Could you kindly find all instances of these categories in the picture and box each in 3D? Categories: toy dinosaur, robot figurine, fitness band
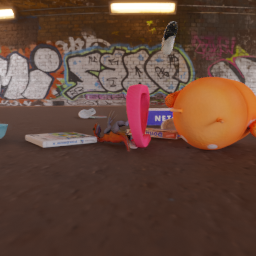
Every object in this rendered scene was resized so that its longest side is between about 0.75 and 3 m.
[{"bbox_3d":[-0.402,0.091,6.621,1.402,0.811,1.545,-26,13,31],"label":"toy dinosaur"},{"bbox_3d":[2.007,-0.358,6.403,1.589,1.960,2.725,-38,-16,31],"label":"robot figurine"},{"bbox_3d":[0.265,-0.297,6.514,0.368,1.412,1.966,-2,7,11],"label":"fitness band"}]

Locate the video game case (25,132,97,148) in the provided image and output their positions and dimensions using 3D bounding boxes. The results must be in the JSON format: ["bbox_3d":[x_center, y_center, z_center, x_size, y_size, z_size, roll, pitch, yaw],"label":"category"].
[{"bbox_3d":[-1.736,0.274,7.141,1.357,0.164,1.489,-4,6,-34],"label":"video game case"}]

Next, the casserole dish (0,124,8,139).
[{"bbox_3d":[-4.076,0.150,7.189,1.267,0.406,2.093,2,7,16],"label":"casserole dish"}]

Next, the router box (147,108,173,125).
[{"bbox_3d":[1.976,-0.541,12.683,2.622,0.640,2.353,0,6,-2],"label":"router box"}]

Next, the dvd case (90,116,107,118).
[{"bbox_3d":[-1.765,-0.652,16.564,0.831,0.091,0.607,-3,7,-38],"label":"dvd case"}]

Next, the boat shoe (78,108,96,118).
[{"bbox_3d":[-2.421,-0.780,16.302,0.458,0.532,1.478,-37,-7,29],"label":"boat shoe"}]

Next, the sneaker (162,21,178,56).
[{"bbox_3d":[1.913,-4.221,13.092,0.602,1.674,0.607,6,47,-4],"label":"sneaker"}]

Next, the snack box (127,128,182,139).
[{"bbox_3d":[0.798,0.142,8.199,1.663,0.202,0.598,4,7,35],"label":"snack box"}]

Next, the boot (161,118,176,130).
[{"bbox_3d":[1.775,-0.051,8.412,1.453,0.534,0.694,-1,0,-17],"label":"boot"}]
